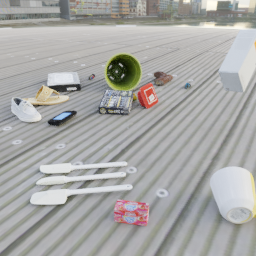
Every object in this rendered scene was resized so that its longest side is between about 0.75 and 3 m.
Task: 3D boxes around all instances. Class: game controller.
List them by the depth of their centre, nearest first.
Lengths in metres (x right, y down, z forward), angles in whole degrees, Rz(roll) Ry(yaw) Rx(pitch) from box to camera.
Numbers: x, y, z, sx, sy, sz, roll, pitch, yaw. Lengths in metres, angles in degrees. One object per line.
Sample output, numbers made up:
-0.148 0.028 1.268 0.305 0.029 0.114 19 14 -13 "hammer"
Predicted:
-2.833 -0.463 12.141 0.736 0.297 1.410 11 27 21 "game controller"

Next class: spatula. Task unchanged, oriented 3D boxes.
-1.304 1.524 8.219 2.759 0.222 1.918 -2 20 -7 "spatula"

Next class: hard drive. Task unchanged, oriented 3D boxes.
-3.831 -2.777 16.696 1.849 0.501 2.646 -5 26 -11 "hard drive"

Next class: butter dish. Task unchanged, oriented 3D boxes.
0.828 -1.529 13.775 0.797 1.075 1.078 -11 17 45 "butter dish"

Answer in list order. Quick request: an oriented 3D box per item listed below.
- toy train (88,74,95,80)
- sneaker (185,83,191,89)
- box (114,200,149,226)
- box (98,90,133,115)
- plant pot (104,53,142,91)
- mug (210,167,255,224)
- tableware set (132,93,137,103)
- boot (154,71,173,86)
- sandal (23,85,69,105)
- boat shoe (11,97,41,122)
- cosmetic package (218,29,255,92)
-2.337 -3.306 18.151 0.255 0.190 1.113 14 26 2 "toy train"
3.512 -2.499 16.319 0.280 0.314 0.766 11 27 21 "sneaker"
0.089 2.058 6.813 0.812 0.405 0.388 5 26 10 "box"
-0.539 -1.258 13.387 1.433 0.437 1.778 2 34 7 "box"
-0.494 -3.245 16.296 2.143 2.143 2.035 -7 14 -13 "plant pot"
2.772 1.709 6.882 1.348 1.080 1.107 -2 33 10 "mug"
-0.085 -1.482 14.267 1.277 0.196 0.860 -24 41 -30 "tableware set"
1.876 -3.030 17.312 1.406 0.485 1.509 15 34 31 "boot"
-4.304 -1.662 13.894 2.779 0.914 1.019 -12 28 -23 "sandal"
-4.577 -0.875 12.472 0.777 0.740 2.159 -19 32 -34 "boat shoe"
3.891 -2.310 9.570 0.710 1.011 1.993 15 66 40 "cosmetic package"
